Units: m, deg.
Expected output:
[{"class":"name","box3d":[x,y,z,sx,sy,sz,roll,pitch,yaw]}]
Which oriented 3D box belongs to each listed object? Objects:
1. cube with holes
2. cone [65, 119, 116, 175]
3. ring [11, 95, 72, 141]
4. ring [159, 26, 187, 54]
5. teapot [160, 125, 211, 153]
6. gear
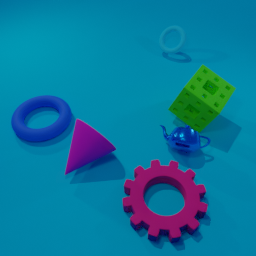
[{"class":"cube with holes","box3d":[2.228,-0.878,8.559,1.226,1.226,1.226,38,59,6]},{"class":"cone","box3d":[-1.271,0.712,7.576,1.370,1.370,1.376,32,78,25]},{"class":"ring","box3d":[-2.747,-0.355,8.926,1.882,0.376,1.882,-1,48,1]},{"class":"ring","box3d":[1.772,-3.494,11.116,1.135,1.135,0.227,33,12,25]},{"class":"teapot","box3d":[1.582,0.268,8.006,1.511,0.939,0.740,12,78,12]},{"class":"gear","box3d":[0.909,1.771,7.059,2.064,0.382,2.064,-1,50,1]}]
